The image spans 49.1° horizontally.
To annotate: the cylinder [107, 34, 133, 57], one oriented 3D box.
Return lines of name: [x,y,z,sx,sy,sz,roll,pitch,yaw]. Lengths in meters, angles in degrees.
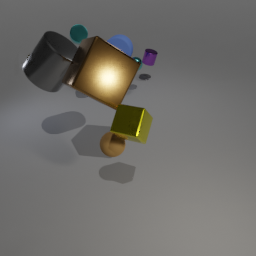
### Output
cylinder: [-0.484,-3.929,14.146,1.400,1.400,1.400,3,24,4]

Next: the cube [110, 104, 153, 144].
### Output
cube: [0.099,-0.090,6.673,0.700,0.700,0.700,12,78,24]

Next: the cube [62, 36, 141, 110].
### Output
cube: [-0.773,-1.491,7.644,1.400,1.400,1.400,26,2,-27]

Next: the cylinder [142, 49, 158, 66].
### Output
cylinder: [1.184,-3.854,15.254,0.700,0.700,0.700,11,37,-8]

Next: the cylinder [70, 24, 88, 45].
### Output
cylinder: [-1.989,-3.749,11.255,0.700,0.700,0.700,-7,12,-11]

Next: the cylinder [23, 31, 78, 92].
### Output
cylinder: [-2.409,-2.111,9.019,1.400,1.400,1.400,35,29,-22]

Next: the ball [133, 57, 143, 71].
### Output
ball: [0.374,-3.163,13.868,0.700,0.700,0.700,0,32,0]

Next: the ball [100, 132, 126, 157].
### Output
ball: [-0.416,0.438,7.587,0.700,0.700,0.700,0,32,0]
